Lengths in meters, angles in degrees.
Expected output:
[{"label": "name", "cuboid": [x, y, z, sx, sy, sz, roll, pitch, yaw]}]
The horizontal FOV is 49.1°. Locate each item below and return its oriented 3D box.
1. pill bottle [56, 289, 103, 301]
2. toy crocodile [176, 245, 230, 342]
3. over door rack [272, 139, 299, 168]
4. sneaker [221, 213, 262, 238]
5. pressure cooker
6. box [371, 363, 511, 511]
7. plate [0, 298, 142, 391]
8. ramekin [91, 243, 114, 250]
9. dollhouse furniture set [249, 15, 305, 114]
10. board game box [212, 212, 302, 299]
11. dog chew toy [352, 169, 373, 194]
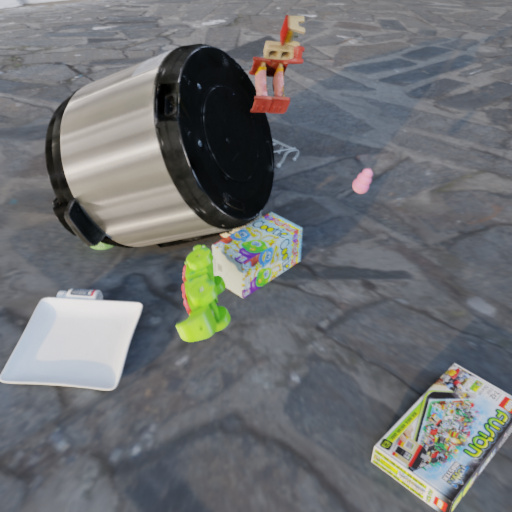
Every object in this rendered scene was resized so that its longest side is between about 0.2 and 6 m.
[{"label": "pill bottle", "cuboid": [-3.163, 0.806, 10.018, 0.725, 0.434, 0.434, 4, 36, 5]}, {"label": "toy crocodile", "cuboid": [-0.874, 0.538, 8.755, 0.677, 0.740, 2.193, -19, 34, 4]}, {"label": "over door rack", "cuboid": [0.067, -2.838, 14.883, 1.342, 0.605, 1.816, 32, 25, 36]}, {"label": "sneaker", "cuboid": [-0.464, -1.188, 12.297, 1.001, 1.056, 2.571, -10, 37, -13]}, {"label": "pressure cooker", "cuboid": [-2.008, -1.948, 10.881, 3.929, 3.510, 3.456, -9, -3, 30]}, {"label": "box", "cuboid": [2.698, 2.447, 7.759, 1.170, 0.369, 2.126, 29, 44, 35]}, {"label": "plate", "cuboid": [-2.920, 1.443, 9.142, 1.830, 0.296, 1.834, 2, 41, 4]}, {"label": "ramekin", "cuboid": [-3.245, -0.438, 11.841, 0.731, 0.357, 0.731, 0, 35, 0]}, {"label": "dollhouse furniture set", "cuboid": [0.333, -3.226, 9.565, 0.650, 1.598, 0.860, 1, 71, -11]}, {"label": "board game box", "cuboid": [0.040, -0.042, 10.841, 0.844, 0.860, 1.639, 30, 46, 34]}, {"label": "dog chew toy", "cuboid": [2.026, -1.422, 10.542, 0.318, 0.510, 0.318, 15, 39, -13]}]
